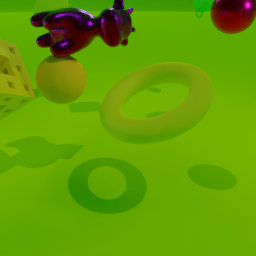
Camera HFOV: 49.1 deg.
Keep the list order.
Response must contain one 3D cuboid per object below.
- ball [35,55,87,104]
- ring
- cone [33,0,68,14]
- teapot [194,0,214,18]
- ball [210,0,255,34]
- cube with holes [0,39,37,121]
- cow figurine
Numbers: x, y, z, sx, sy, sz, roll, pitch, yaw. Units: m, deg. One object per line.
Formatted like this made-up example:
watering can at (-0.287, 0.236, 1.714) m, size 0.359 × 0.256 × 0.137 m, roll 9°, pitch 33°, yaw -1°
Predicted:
ball at (-1.311, -0.961, 5.528) m, size 0.982 × 0.982 × 0.982 m, roll 0°, pitch 25°, yaw 0°
ring at (0.433, -0.475, 4.649) m, size 1.921 × 0.384 × 1.921 m, roll -15°, pitch 39°, yaw 12°
cone at (-2.421, -3.948, 9.865) m, size 1.262 × 1.262 × 1.267 m, roll 6°, pitch 1°, yaw 14°
teapot at (2.683, -4.391, 9.650) m, size 0.595 × 1.215 × 0.755 m, roll 3°, pitch 38°, yaw -28°
ball at (2.636, -2.928, 6.992) m, size 1.121 × 1.121 × 1.121 m, roll 0°, pitch 25°, yaw 0°
cube with holes at (-2.705, -0.866, 5.137) m, size 1.202 × 1.202 × 1.202 m, roll -27°, pitch -9°, yaw 19°
cow figurine at (-0.823, -1.945, 5.381) m, size 1.677 × 0.935 × 1.704 m, roll -25°, pitch 35°, yaw -26°
